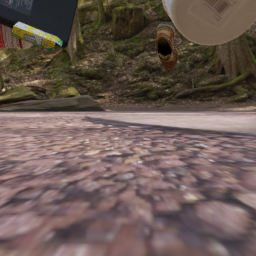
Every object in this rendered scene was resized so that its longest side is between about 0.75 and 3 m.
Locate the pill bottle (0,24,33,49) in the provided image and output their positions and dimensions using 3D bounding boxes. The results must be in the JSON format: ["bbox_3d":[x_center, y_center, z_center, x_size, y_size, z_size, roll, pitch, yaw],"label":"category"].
[{"bbox_3d":[-3.631,-3.090,8.327,2.462,1.382,1.382,-2,4,-16],"label":"pill bottle"}]

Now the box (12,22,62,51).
[{"bbox_3d":[-2.099,-2.129,6.591,1.086,0.263,0.637,16,25,-17],"label":"box"}]

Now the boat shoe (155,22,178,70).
[{"bbox_3d":[0.870,-1.819,6.605,0.519,0.506,1.371,8,-27,20],"label":"boat shoe"}]

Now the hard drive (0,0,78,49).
[{"bbox_3d":[-2.556,-3.318,7.362,2.381,1.662,0.392,15,-7,-31],"label":"hard drive"}]

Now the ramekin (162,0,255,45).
[{"bbox_3d":[2.163,-3.377,7.055,2.555,2.555,1.246,0,45,0],"label":"ramekin"}]

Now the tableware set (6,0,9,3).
[{"bbox_3d":[-1.459,-2.417,4.254,0.201,1.308,0.881,47,-6,-32],"label":"tableware set"}]
